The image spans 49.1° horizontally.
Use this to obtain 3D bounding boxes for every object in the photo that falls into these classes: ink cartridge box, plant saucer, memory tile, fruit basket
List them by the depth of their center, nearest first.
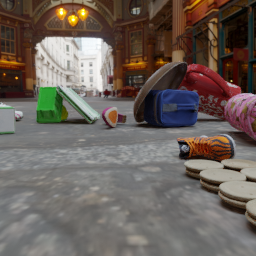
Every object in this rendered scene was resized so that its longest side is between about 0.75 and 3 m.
[{"bbox_3d":[1.753,0.683,3.271,1.690,0.185,2.205,-1,6,-7],"label":"memory tile"},{"bbox_3d":[-4.425,-0.296,8.778,1.414,0.814,1.937,-4,8,-30],"label":"ink cartridge box"},{"bbox_3d":[1.153,-1.419,10.727,0.464,2.892,2.892,42,22,17],"label":"plant saucer"},{"bbox_3d":[-3.218,-0.832,11.945,1.185,1.643,1.643,-1,7,-2],"label":"fruit basket"}]

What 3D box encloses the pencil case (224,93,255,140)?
[{"bbox_3d":[3.395,-0.317,7.384,1.269,1.214,2.933,-11,4,12],"label":"pencil case"}]

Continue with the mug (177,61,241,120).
[{"bbox_3d":[3.308,-1.541,12.424,2.977,1.986,2.642,21,10,2],"label":"mug"}]

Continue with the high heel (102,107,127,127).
[{"bbox_3d":[-0.799,-0.466,10.164,1.015,0.713,2.116,10,7,16],"label":"high heel"}]

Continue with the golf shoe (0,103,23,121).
[{"bbox_3d":[-5.169,-0.658,11.882,0.656,0.832,1.806,3,6,24],"label":"golf shoe"}]

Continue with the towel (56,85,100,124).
[{"bbox_3d":[-2.107,-1.074,12.211,2.100,0.322,2.753,43,4,-5],"label":"towel"}]

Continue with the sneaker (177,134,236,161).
[{"bbox_3d":[1.288,0.385,4.935,0.706,0.489,1.261,-6,-2,-15],"label":"sneaker"}]

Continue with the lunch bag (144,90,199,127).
[{"bbox_3d":[1.690,-0.713,10.194,1.943,1.320,1.285,-2,8,-28],"label":"lunch bag"}]
